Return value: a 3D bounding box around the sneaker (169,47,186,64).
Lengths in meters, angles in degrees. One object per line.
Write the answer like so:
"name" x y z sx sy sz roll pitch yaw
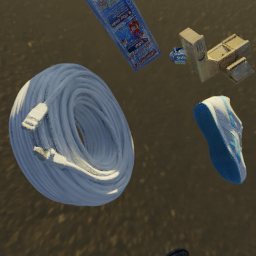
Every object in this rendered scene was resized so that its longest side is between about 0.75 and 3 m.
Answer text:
"sneaker" 1.148 -1.677 6.366 0.305 0.340 0.826 -3 24 -5

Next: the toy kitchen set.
"toy kitchen set" 2.102 -1.731 6.159 1.347 1.216 1.099 -33 47 1

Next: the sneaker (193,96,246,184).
"sneaker" 1.967 0.236 5.516 0.726 0.687 1.796 -24 97 -26

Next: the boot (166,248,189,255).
"boot" 0.903 2.982 4.893 0.494 1.242 1.426 37 82 -20

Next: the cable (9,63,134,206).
"cable" -0.840 0.130 5.087 0.899 2.597 2.596 -21 38 25

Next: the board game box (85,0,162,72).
"board game box" -0.335 -2.690 6.387 0.802 2.600 2.601 -33 30 8
